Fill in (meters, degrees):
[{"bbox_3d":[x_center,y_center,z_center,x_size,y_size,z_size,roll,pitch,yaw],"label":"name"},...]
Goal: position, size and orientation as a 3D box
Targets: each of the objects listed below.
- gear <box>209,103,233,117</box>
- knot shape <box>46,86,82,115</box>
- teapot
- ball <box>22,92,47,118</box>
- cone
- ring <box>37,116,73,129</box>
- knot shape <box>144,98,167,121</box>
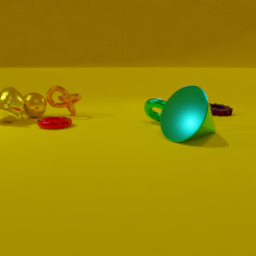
[{"bbox_3d":[3.584,-0.741,11.188,1.130,0.209,1.130,3,21,-1],"label":"gear"},{"bbox_3d":[-2.441,-1.079,10.546,1.251,0.618,1.337,23,-31,-10],"label":"knot shape"},{"bbox_3d":[-4.009,-0.713,9.563,0.990,1.257,2.022,32,2,-29],"label":"teapot"},{"bbox_3d":[-3.495,-0.849,10.412,0.946,0.946,0.946,0,14,0],"label":"ball"},{"bbox_3d":[2.028,-0.145,7.870,1.602,1.596,1.596,23,-2,-35],"label":"cone"},{"bbox_3d":[-2.384,-0.186,9.133,1.137,0.227,1.137,1,12,0],"label":"ring"},{"bbox_3d":[1.413,-0.565,9.301,1.823,0.900,1.948,5,14,20],"label":"knot shape"}]
